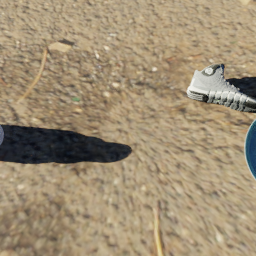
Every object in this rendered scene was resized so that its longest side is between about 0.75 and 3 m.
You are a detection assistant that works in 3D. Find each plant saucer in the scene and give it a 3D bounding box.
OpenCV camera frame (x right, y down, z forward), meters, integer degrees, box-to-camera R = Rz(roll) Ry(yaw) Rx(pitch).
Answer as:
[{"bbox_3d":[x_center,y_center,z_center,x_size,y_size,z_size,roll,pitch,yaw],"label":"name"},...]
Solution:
[{"bbox_3d":[4.386,0.682,7.523,2.605,0.357,2.605,0,77,2],"label":"plant saucer"}]

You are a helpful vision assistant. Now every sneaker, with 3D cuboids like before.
[{"bbox_3d":[3.074,-1.362,8.658,2.260,0.848,1.305,15,75,8],"label":"sneaker"}]

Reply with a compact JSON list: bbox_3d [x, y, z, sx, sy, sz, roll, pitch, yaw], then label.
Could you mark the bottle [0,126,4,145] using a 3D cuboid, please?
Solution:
[{"bbox_3d":[-4.602,0.134,7.352,2.789,1.165,0.910,1,23,19],"label":"bottle"}]
